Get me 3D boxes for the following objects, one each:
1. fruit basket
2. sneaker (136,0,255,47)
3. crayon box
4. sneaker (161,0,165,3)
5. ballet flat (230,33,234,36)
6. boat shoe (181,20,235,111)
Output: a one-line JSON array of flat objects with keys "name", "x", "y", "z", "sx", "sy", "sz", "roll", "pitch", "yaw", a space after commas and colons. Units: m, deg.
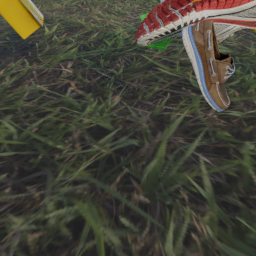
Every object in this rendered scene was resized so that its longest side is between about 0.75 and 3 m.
[{"name": "fruit basket", "x": 0.763, "y": -2.886, "z": 8.667, "sx": 0.858, "sy": 1.190, "sz": 1.190, "roll": -4, "pitch": 28, "yaw": -43}, {"name": "sneaker", "x": 1.500, "y": -2.184, "z": 5.983, "sx": 2.850, "sy": 1.171, "sz": 1.109, "roll": -8, "pitch": 46, "yaw": 23}, {"name": "crayon box", "x": -3.056, "y": -3.347, "z": 7.426, "sx": 0.678, "sy": 1.653, "sz": 2.629, "roll": -38, "pitch": 30, "yaw": 3}, {"name": "sneaker", "x": 1.358, "y": -4.378, "z": 9.126, "sx": 0.574, "sy": 1.374, "sz": 0.829, "roll": -16, "pitch": -7, "yaw": -2}, {"name": "ballet flat", "x": 2.749, "y": -3.475, "z": 7.847, "sx": 0.644, "sy": 1.794, "sz": 0.644, "roll": -23, "pitch": 13, "yaw": 6}, {"name": "boat shoe", "x": 1.563, "y": -1.081, "z": 5.050, "sx": 0.621, "sy": 1.717, "sz": 0.620, "roll": -16, "pitch": 26, "yaw": 35}]
